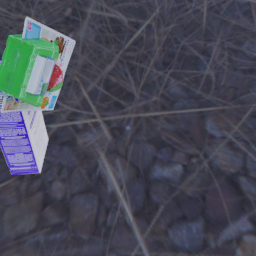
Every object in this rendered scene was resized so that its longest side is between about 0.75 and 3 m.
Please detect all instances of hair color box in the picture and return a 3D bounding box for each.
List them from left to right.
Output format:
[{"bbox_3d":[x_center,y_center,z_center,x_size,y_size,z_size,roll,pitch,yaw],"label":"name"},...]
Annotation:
[{"bbox_3d":[-2.192,-0.181,5.678,0.682,2.104,1.150,-1,38,-4],"label":"hair color box"}]

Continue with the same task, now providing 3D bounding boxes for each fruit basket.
[{"bbox_3d":[-1.357,-0.896,4.569,0.708,1.511,1.400,24,99,17],"label":"fruit basket"}]
